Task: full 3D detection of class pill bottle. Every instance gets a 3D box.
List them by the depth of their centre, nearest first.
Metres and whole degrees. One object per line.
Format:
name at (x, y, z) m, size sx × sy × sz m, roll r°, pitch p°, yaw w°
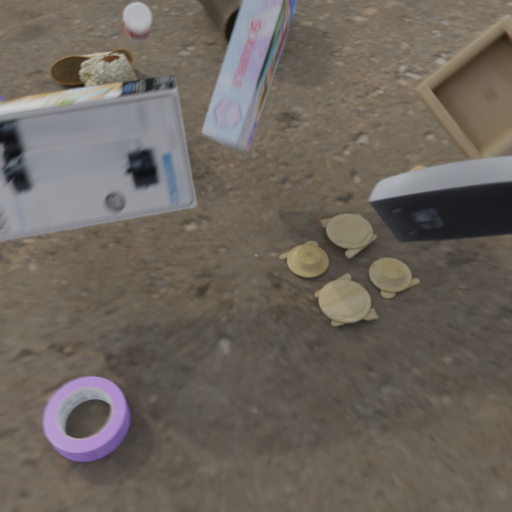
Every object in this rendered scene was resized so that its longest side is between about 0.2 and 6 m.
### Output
pill bottle at (-2.216, -4.327, 10.462) m, size 0.498 × 0.873 × 0.498 m, roll -1°, pitch 95°, yaw -12°

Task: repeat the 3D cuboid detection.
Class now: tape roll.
tape roll at (-2.566, 2.471, 8.528) m, size 1.204 × 0.395 × 1.204 m, roll 0°, pitch 52°, yaw 0°

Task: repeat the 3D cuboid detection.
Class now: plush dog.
plush dog at (-3.582, -3.267, 12.661) m, size 2.102 × 1.964 × 2.448 m, roll -36°, pitch 29°, yaw -10°

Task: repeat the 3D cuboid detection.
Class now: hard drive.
hard drive at (2.687, -0.682, 7.109) m, size 2.153 × 1.452 × 0.456 m, roll -5°, pitch 65°, yaw 31°

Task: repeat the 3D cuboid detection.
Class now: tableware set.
tableware set at (1.707, 0.201, 10.471) m, size 1.999 × 0.278 × 2.393 m, roll -25°, pitch 55°, yaw -18°

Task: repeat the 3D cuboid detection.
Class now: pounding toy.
pounding toy at (3.265, -1.852, 8.443) m, size 2.123 × 2.417 × 1.106 m, roll 52°, pitch 20°, yaw -1°

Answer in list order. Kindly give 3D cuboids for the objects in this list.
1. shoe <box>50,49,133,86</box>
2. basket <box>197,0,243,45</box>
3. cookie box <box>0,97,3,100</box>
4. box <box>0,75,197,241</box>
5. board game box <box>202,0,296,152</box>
shoe at (-4.208, -4.817, 14.440) m, size 2.116 × 0.740 × 0.565 m, roll -14°, pitch 8°, yaw -8°
basket at (-0.506, -7.123, 15.374) m, size 1.835 × 2.433 × 2.698 m, roll 6°, pitch 52°, yaw -38°
cookie box at (-6.635, -3.353, 13.139) m, size 1.397 × 0.614 × 1.633 m, roll -30°, pitch 57°, yaw -24°
box at (-2.770, -1.504, 8.746) m, size 3.406 × 1.986 × 1.024 m, roll -9°, pitch 31°, yaw -6°
board game box at (-0.026, -3.367, 9.718) m, size 0.620 × 3.004 × 3.012 m, roll 19°, pitch 9°, yaw 0°
